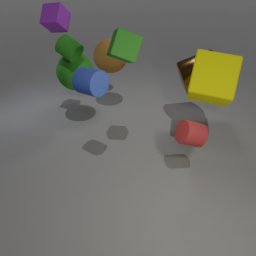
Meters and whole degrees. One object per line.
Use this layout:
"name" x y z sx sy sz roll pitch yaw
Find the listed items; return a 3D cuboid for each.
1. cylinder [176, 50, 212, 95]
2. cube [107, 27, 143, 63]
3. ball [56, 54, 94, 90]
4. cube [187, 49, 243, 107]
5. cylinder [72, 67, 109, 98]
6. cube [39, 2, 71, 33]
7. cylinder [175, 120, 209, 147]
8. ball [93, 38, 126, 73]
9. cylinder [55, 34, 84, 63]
"cylinder" 2.746 -2.114 10.831 1.400 1.400 1.400 -19 29 12
"cube" -0.100 -2.177 7.465 0.700 0.700 0.700 16 8 -15
"ball" -1.970 -2.118 10.455 1.400 1.400 1.400 0 31 0
"cube" 2.797 -1.608 9.263 1.400 1.400 1.400 13 -1 11
"cylinder" -0.975 -1.201 7.313 0.700 0.700 0.700 18 35 35
"cube" -2.426 -3.688 9.397 0.700 0.700 0.700 5 -7 21
"cylinder" 1.837 0.164 8.118 0.700 0.700 0.700 13 25 -26
"ball" -0.725 -2.979 11.592 1.400 1.400 1.400 0 31 0
"cylinder" -1.975 -2.679 9.452 0.700 0.700 0.700 37 40 7
